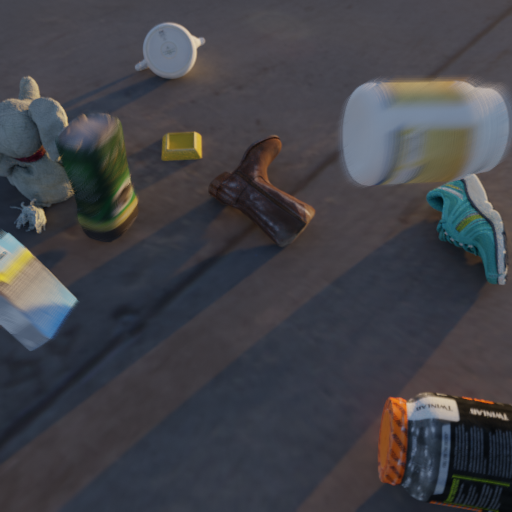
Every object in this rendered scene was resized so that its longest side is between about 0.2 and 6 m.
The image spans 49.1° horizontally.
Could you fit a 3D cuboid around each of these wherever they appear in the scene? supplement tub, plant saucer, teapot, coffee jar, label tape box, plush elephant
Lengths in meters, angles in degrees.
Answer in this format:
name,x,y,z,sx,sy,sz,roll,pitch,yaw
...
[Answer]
name,x,y,z,sx,sy,sz,roll,pitch,yaw
supplement tub,2.147,-1.590,7.278,1.778,1.286,1.286,-4,48,-9
plant saucer,-1.391,-2.069,10.399,0.732,0.177,0.732,-4,49,-3
supplement tub,2.298,2.100,5.963,1.853,1.135,1.135,8,48,6
teapot,-1.856,-4.347,12.020,1.204,1.188,0.879,20,10,-9
coffee jar,-2.316,-1.112,8.350,0.773,1.813,0.945,12,45,14
label tape box,-2.311,0.345,5.475,0.318,0.961,0.689,-33,21,23
plush elephant,-3.635,-1.878,9.026,2.053,1.930,2.493,-1,48,-1

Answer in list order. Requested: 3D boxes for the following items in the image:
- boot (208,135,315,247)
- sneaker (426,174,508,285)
name,x,y,z,sx,sy,sz,roll,pitch,yaw
boot,0.399,-1.086,9.211,1.846,0.593,1.721,34,69,31
sneaker,3.251,-0.359,8.577,0.876,0.853,2.200,-16,41,9
